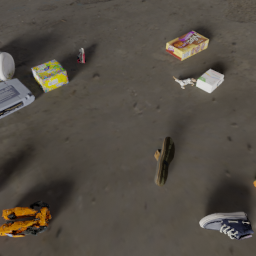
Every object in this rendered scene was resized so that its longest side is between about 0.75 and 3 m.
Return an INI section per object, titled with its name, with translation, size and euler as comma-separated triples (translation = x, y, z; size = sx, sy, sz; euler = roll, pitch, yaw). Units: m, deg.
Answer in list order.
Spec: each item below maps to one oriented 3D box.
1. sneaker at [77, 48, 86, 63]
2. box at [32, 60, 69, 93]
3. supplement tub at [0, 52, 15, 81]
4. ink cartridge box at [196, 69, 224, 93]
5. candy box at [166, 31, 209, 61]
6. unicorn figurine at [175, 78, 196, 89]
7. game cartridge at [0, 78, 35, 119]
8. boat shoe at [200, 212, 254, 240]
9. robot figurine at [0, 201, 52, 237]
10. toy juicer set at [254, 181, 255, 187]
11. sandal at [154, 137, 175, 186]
[sneaker]
translation = -2.254, -3.486, 13.415
size = 0.367, 0.396, 0.982
euler = -8, 48, -4
[box]
translation = -3.346, -2.262, 12.072
size = 1.118, 0.682, 1.077
euler = -28, 53, -22
[supplement tub]
translation = -5.963, -2.692, 12.107
size = 1.688, 1.224, 1.224
euler = 5, 47, 5
[ink cartridge box]
translation = 3.611, -2.099, 12.096
size = 0.728, 0.419, 1.244
euler = 34, 55, 26
[candy box]
translation = 2.947, -4.094, 13.884
size = 1.890, 0.534, 1.103
euler = -31, 55, -24
[unicorn figurine]
translation = 2.430, -1.964, 12.027
size = 0.903, 0.333, 0.620
euler = -5, 36, -5
[game cartridge]
translation = -5.224, -1.072, 11.137
size = 2.500, 0.511, 1.664
euler = -33, 59, -27
[boat shoe]
translation = 2.696, 2.688, 7.572
size = 1.386, 0.517, 0.642
euler = -6, 40, -6
[robot figurine]
translation = -2.804, 2.556, 7.790
size = 1.387, 0.404, 1.006
euler = -4, 47, -3
[toy juicer set]
translation = 4.364, 1.816, 8.564
size = 1.018, 0.277, 0.648
euler = 35, 56, 28
[sandal]
translation = 1.082, 1.024, 8.936
size = 0.476, 0.712, 1.743
euler = -2, 57, 35
